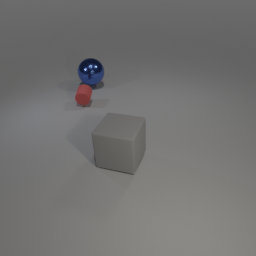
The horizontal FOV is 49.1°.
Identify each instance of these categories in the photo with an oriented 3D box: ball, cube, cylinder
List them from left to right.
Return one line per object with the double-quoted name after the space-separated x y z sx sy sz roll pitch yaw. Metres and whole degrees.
-2.077 -1.556 13.133 0.700 0.700 0.700 2 43 3 "cylinder"
-1.941 -2.954 14.720 1.400 1.400 1.400 0 32 0 "ball"
-0.248 0.476 9.441 1.400 1.400 1.400 9 35 17 "cube"
